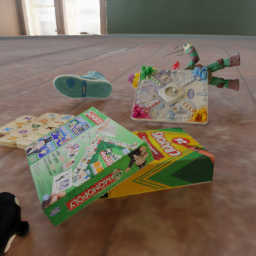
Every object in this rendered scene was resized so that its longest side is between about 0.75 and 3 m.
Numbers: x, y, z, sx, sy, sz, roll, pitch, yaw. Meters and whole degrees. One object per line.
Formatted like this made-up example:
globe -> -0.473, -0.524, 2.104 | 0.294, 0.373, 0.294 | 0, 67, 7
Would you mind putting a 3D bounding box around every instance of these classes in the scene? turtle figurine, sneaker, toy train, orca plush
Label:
turtle figurine -> 2.719, -2.036, 10.671 | 2.849, 2.133, 1.434 | 1, 40, 16
sneaker -> -1.810, -1.786, 11.068 | 2.228, 0.886, 1.455 | 8, 27, -19
toy train -> 1.240, -1.497, 10.793 | 2.226, 0.824, 2.963 | 27, 32, 24
orca plush -> -2.075, 1.404, 3.918 | 1.011, 0.683, 1.922 | 5, 23, 13

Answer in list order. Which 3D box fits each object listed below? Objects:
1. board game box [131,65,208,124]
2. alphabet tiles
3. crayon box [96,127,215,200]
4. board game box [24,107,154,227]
board game box -> 1.394, -1.179, 9.041 | 2.318, 0.300, 2.318 | 4, 53, 11
alphabet tiles -> -2.480, 0.029, 7.944 | 2.180, 0.163, 2.229 | 6, 23, 17
crayon box -> 0.269, 0.650, 5.826 | 2.513, 0.638, 1.595 | -7, 23, -14
board game box -> -0.953, 0.469, 5.382 | 1.840, 0.398, 2.735 | -32, 26, -13
